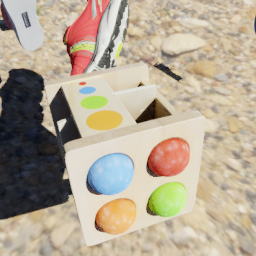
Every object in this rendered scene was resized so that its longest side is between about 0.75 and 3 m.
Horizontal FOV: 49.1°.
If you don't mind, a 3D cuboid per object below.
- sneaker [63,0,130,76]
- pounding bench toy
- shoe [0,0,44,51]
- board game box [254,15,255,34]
[{"bbox_3d":[-0.784,-1.391,5.297,1.091,0.989,2.569,16,78,16],"label":"sneaker"},{"bbox_3d":[-0.074,0.695,4.231,1.608,2.588,2.019,-14,37,-15],"label":"pounding bench toy"},{"bbox_3d":[-2.288,-2.608,5.650,0.729,2.041,0.928,-31,65,-23],"label":"shoe"},{"bbox_3d":[3.514,-2.318,6.104,0.267,1.373,1.085,-38,99,-38],"label":"board game box"}]
